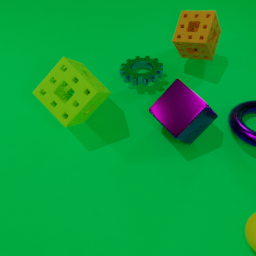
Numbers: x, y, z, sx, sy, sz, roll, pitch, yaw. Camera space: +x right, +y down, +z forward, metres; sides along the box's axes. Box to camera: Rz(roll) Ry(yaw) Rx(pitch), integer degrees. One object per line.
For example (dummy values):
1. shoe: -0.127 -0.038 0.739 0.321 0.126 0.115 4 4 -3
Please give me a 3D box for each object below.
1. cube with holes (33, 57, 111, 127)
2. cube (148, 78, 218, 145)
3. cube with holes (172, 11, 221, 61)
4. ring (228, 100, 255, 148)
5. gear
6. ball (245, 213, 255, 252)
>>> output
1. cube with holes: -1.469 -0.951 7.622 1.255 1.255 1.255 46 102 4
2. cube: 1.503 -0.402 7.593 1.161 1.161 1.161 -48 59 12
3. cube with holes: 2.170 -2.874 8.757 1.053 1.053 1.053 14 81 30
4. ring: 3.850 -0.124 7.889 1.981 0.396 1.981 -1 41 1
5. gear: 0.439 -1.874 9.089 1.388 0.257 1.388 -3 44 3
6. ball: 3.150 2.353 6.220 1.016 1.016 1.016 0 59 0
